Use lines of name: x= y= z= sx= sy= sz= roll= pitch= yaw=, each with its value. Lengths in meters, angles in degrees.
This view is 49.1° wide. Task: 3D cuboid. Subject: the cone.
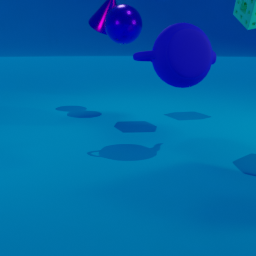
cone: x=-0.612 y=-3.880 z=9.193 sx=1.165 sy=1.169 sz=1.165 roll=12 pitch=45 yaw=-12

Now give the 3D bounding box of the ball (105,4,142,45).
ball: x=-0.139 y=-3.195 z=8.673 sx=1.174 sy=1.174 sz=1.174 roll=0 pitch=16 yaw=0

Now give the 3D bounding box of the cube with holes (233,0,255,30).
cube with holes: x=3.811 y=-3.617 z=8.162 sx=0.943 sy=0.943 sz=0.943 roll=-13 pitch=51 yaw=-4

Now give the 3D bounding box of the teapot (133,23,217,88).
teapot: x=1.045 y=-1.379 z=5.490 sx=1.938 sy=1.205 sz=0.949 roll=-2 pitch=5 yaw=-17
